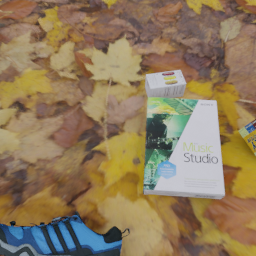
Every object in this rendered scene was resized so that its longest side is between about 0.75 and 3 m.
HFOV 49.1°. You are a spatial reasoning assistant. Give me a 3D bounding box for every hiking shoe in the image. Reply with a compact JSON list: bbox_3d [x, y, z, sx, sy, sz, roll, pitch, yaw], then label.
[{"bbox_3d":[-1.440,2.244,5.678,2.781,1.034,1.206,20,62,-7],"label":"hiking shoe"}]

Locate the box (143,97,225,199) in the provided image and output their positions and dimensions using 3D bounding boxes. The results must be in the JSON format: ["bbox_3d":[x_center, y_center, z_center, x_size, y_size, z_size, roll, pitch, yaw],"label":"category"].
[{"bbox_3d":[1.413,0.437,7.341,1.937,0.488,2.685,3,61,2],"label":"box"}]

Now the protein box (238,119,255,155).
[{"bbox_3d":[3.505,0.241,7.206,0.898,0.606,0.891,-6,60,-46],"label":"protein box"}]

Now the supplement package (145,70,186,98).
[{"bbox_3d":[1.117,-1.285,8.475,1.086,0.595,0.618,-10,57,-6],"label":"supplement package"}]
